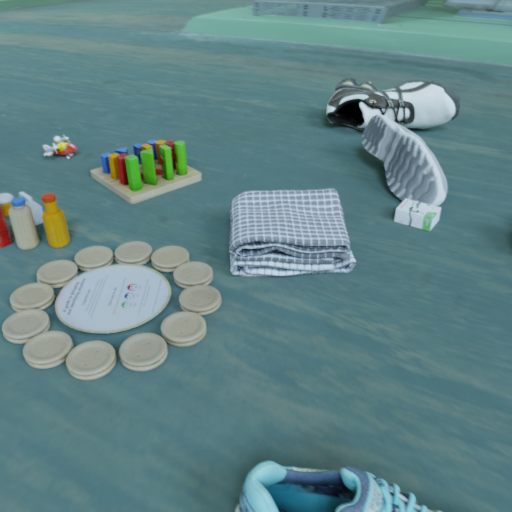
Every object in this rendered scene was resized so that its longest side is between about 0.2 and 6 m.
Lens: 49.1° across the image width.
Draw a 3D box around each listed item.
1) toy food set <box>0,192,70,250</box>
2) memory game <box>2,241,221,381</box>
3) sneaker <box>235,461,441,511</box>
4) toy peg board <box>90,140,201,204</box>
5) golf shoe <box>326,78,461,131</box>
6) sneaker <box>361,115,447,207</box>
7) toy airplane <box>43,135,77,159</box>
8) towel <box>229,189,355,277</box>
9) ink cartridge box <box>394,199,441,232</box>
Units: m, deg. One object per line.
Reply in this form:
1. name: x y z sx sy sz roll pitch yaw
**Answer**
1. toy food set: -4.609 -0.893 10.682 2.292 1.031 1.094 28 42 36
2. memory game: -2.245 0.723 8.940 3.412 0.217 3.412 0 34 0
3. sneaker: 1.103 2.598 5.122 2.768 1.195 1.074 6 33 10
4. toy peg board: -2.552 -2.179 12.782 1.883 0.921 1.875 -25 41 -33
5. golf shoe: 3.629 -3.876 15.252 3.583 1.393 1.693 9 43 27
6. sneaker: 3.565 -2.172 12.526 1.317 1.200 3.212 10 38 -23
7. toy airplane: -4.961 -2.726 13.974 0.774 0.549 0.778 -22 39 -29
8. towel: 0.604 -0.450 10.091 2.182 0.934 1.807 -1 34 -2
9. ink cartridge box: 3.233 -0.828 11.242 0.763 0.322 0.557 19 38 27
